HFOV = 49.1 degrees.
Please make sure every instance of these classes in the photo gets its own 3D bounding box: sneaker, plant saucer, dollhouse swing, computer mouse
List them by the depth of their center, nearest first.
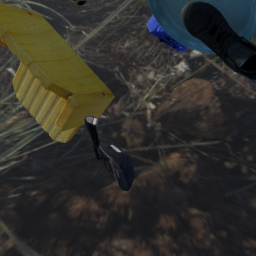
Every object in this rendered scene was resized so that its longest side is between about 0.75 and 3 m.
[{"bbox_3d":[-0.161,0.177,2.632,0.197,0.600,0.855,-23,25,-18],"label":"computer mouse"},{"bbox_3d":[1.863,-1.451,4.981,2.037,0.612,1.062,32,20,-28],"label":"sneaker"},{"bbox_3d":[-1.697,-0.661,4.985,2.117,1.861,1.924,48,23,5],"label":"dollhouse swing"},{"bbox_3d":[1.474,-2.422,5.649,2.336,2.336,0.320,28,74,18],"label":"plant saucer"}]

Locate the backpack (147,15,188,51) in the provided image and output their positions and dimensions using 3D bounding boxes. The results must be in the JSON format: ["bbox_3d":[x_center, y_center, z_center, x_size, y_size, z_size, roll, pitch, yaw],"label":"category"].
[{"bbox_3d":[1.220,-2.534,7.250,1.183,0.961,0.993,26,32,-30],"label":"backpack"}]

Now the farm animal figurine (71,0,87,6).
[{"bbox_3d":[-0.462,-3.634,6.349,2.078,1.084,2.055,-36,30,14],"label":"farm animal figurine"}]
